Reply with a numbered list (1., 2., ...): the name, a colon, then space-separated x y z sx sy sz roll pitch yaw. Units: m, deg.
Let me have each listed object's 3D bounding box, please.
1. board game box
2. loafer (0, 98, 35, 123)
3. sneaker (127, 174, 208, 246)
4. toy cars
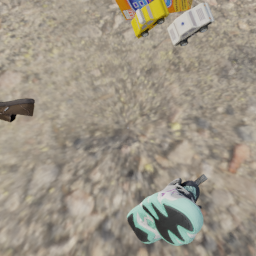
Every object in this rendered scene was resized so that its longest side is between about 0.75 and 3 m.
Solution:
1. board game box: 0.602 -4.142 6.921 1.844 1.845 1.843 2 62 29
2. loafer: -2.925 -0.368 6.661 1.445 0.528 0.513 -9 94 3
3. sneaker: 0.897 1.180 4.639 1.468 2.099 0.816 -29 83 -26
4. toy cars: 0.787 -2.287 6.002 2.097 0.940 0.464 27 24 38
